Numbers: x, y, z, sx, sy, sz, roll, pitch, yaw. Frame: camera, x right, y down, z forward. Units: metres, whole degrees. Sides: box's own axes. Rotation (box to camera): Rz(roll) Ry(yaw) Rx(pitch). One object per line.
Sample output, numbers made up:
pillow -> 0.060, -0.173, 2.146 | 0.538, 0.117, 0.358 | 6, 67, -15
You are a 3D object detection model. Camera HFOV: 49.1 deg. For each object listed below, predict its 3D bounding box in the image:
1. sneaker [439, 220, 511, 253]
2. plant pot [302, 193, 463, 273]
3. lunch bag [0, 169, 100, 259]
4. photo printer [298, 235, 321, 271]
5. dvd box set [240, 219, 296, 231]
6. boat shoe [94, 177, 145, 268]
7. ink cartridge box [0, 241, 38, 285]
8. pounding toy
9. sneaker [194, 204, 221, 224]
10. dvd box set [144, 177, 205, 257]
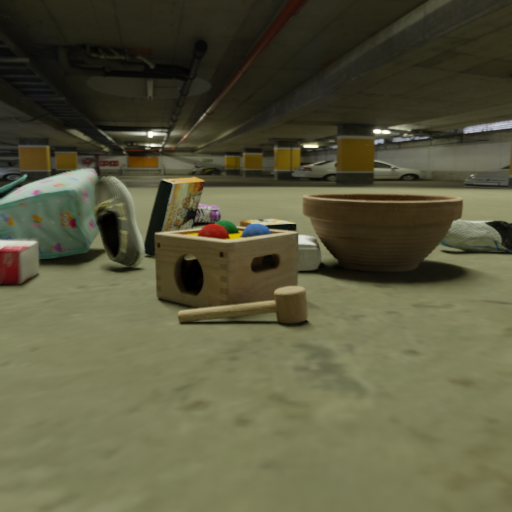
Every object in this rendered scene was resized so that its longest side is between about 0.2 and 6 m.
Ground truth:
sneaker -> 4.767, -0.371, 11.792 | 1.876, 0.674, 0.680 | 8, -23, 3
plant pot -> 2.201, -0.443, 9.996 | 2.776, 1.281, 2.776 | -1, 10, 0
lunch bag -> -4.495, -0.784, 11.286 | 2.527, 1.541, 2.152 | -10, 20, 2
photo printer -> 0.557, -0.071, 10.111 | 1.206, 0.503, 1.450 | 0, 8, 4
dvd box set -> 0.323, -0.872, 16.049 | 1.136, 0.228, 1.553 | -4, 10, -21
boat shoe -> -2.533, -0.668, 9.960 | 0.662, 1.852, 0.553 | -31, -21, 22
ink cartridge box -> -4.261, 0.087, 8.833 | 1.366, 0.585, 1.008 | 2, 9, -7
pounding toy -> -0.266, 0.145, 7.057 | 2.264, 1.036, 1.989 | 8, 12, 41
sneaker -> -1.787, -1.315, 17.096 | 1.302, 0.828, 2.283 | 5, 10, 11
dvd box set -> -1.718, -0.889, 11.965 | 0.312, 1.554, 2.124 | 18, 11, 9
